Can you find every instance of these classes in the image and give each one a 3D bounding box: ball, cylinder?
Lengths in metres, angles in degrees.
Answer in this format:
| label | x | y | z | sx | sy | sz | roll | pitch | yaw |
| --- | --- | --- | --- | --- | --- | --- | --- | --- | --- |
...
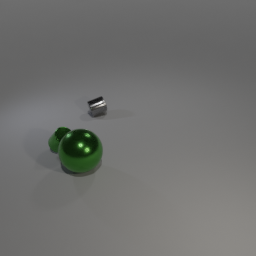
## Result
| label | x | y | z | sx | sy | sz | roll | pitch | yaw |
| --- | --- | --- | --- | --- | --- | --- | --- | --- | --- |
| ball | -1.493 | 0.718 | 8.865 | 1.400 | 1.400 | 1.400 | 0 | 31 | 0 |
| cylinder | -1.343 | -0.950 | 12.260 | 0.700 | 0.700 | 0.700 | -23 | 35 | -10 |
| cylinder | -2.340 | 0.411 | 9.796 | 0.700 | 0.700 | 0.700 | 20 | 52 | -28 |
